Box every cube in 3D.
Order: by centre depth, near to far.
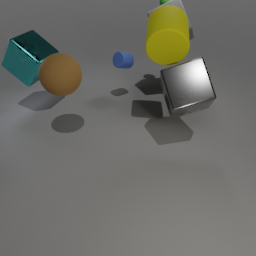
[{"bbox_3d":[1.917,-1.265,9.282,1.400,1.400,1.400,-16,-10,4],"label":"cube"},{"bbox_3d":[-3.923,-2.807,11.279,1.400,1.400,1.400,39,39,-5],"label":"cube"},{"bbox_3d":[1.820,-4.286,11.740,1.400,1.400,1.400,-22,-6,16],"label":"cube"}]

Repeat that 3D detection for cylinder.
[{"bbox_3d":[1.309,-3.068,9.305,1.400,1.400,1.400,3,53,5],"label":"cylinder"},{"bbox_3d":[-0.212,-3.018,12.495,0.700,0.700,0.700,27,23,36],"label":"cylinder"}]

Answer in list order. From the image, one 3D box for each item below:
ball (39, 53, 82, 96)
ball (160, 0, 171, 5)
[{"bbox_3d":[-2.233,-1.763,9.295,1.400,1.400,1.400,0,32,0],"label":"ball"},{"bbox_3d":[1.719,-5.462,12.069,0.700,0.700,0.700,0,32,0],"label":"ball"}]
